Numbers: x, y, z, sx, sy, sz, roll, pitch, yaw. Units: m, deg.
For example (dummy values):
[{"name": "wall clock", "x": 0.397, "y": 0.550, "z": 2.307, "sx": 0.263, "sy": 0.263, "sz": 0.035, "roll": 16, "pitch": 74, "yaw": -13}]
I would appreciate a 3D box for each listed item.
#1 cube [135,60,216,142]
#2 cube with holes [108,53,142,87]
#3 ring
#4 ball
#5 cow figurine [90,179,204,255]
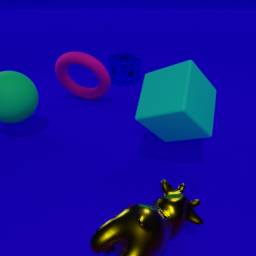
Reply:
[{"name": "cube", "x": 0.917, "y": -0.445, "z": 5.231, "sx": 1.027, "sy": 1.027, "sz": 1.027, "roll": -9, "pitch": 57, "yaw": 41}, {"name": "cube with holes", "x": -0.143, "y": -2.270, "z": 10.836, "sx": 0.932, "sy": 0.932, "sz": 0.932, "roll": -16, "pitch": 37, "yaw": -31}, {"name": "ring", "x": -1.392, "y": -1.570, "z": 8.633, "sx": 1.784, "sy": 1.784, "sz": 0.357, "roll": 8, "pitch": 53, "yaw": 17}, {"name": "ball", "x": -2.744, "y": -0.712, "z": 6.562, "sx": 1.223, "sy": 1.223, "sz": 1.223, "roll": 0, "pitch": 25, "yaw": 0}, {"name": "cow figurine", "x": 0.312, "y": 1.144, "z": 3.373, "sx": 1.393, "sy": 1.415, "sz": 0.777, "roll": -38, "pitch": 67, "yaw": -12}]
